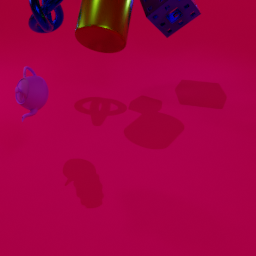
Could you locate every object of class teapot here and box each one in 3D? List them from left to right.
[{"bbox_3d":[-2.194,-0.748,6.244,0.806,1.296,0.634,-13,-13,39],"label":"teapot"}]

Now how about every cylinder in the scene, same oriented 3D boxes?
[{"bbox_3d":[-0.594,-2.807,7.159,1.318,1.318,1.318,7,79,9],"label":"cylinder"}]

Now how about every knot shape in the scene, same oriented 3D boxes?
[{"bbox_3d":[-2.254,-3.552,8.061,0.808,1.636,1.748,24,-1,-9],"label":"knot shape"}]

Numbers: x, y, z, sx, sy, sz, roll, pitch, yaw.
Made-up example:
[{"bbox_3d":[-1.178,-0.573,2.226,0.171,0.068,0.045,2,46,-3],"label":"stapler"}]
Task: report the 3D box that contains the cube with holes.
[{"bbox_3d":[1.277,-4.000,8.879,1.295,1.295,1.295,-30,60,28],"label":"cube with holes"}]
